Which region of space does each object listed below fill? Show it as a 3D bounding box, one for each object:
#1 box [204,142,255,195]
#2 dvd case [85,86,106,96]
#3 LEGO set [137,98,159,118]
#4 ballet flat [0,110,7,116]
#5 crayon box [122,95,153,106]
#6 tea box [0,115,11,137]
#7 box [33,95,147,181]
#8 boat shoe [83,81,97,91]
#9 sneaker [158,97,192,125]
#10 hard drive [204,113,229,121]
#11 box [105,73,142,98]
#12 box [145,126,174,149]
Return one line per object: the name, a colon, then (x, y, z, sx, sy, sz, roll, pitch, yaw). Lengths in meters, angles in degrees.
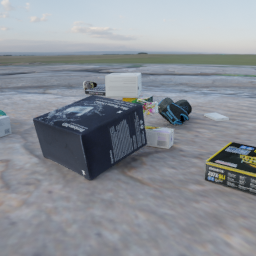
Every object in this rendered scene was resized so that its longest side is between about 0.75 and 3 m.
box: (3.297, 1.032, 6.803, 2.290, 0.565, 1.829, 13, 19, 37)
dvd case: (-1.550, -2.596, 19.363, 1.813, 0.298, 2.412, 8, 18, 26)
LEGO set: (0.527, -0.666, 10.661, 0.643, 0.795, 1.729, 17, -26, -20)
ballet flat: (-6.059, -0.281, 11.150, 2.302, 0.775, 0.810, -7, -6, -23)
crayon box: (0.424, -1.570, 15.666, 1.711, 0.441, 1.076, 7, 18, 21)
tea box: (-5.009, -0.042, 10.095, 1.037, 0.705, 1.054, 9, 19, 29)
box: (-1.036, 0.106, 7.986, 2.232, 1.333, 2.270, 15, 33, 41)
boat shoe: (-2.741, -3.069, 20.298, 0.586, 0.708, 1.971, -1, 11, 9)
sneaker: (2.121, -0.573, 11.893, 1.098, 0.981, 2.680, 53, 29, 20)
hard drive: (3.989, -0.508, 12.672, 0.649, 0.131, 0.983, -5, 17, -17)
box: (-0.213, -2.429, 15.714, 1.824, 1.192, 1.815, 1, 16, 8)
box: (0.150, 0.186, 9.579, 2.813, 0.583, 0.544, 7, 16, 24)
